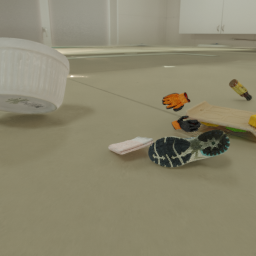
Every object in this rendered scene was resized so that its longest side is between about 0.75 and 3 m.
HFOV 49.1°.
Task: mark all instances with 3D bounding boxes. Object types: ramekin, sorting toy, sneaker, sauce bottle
[{"bbox_3d":[-3.186,-1.366,8.376,2.786,1.462,2.786,0,-11,0],"label":"ramekin"},{"bbox_3d":[2.781,-0.271,7.877,1.904,0.347,1.762,19,24,28],"label":"sorting toy"},{"bbox_3d":[1.283,0.503,5.976,1.678,0.651,0.724,-8,-14,13],"label":"sneaker"},{"bbox_3d":[4.381,-1.452,10.834,1.123,0.371,0.371,32,6,-26],"label":"sauce bottle"}]

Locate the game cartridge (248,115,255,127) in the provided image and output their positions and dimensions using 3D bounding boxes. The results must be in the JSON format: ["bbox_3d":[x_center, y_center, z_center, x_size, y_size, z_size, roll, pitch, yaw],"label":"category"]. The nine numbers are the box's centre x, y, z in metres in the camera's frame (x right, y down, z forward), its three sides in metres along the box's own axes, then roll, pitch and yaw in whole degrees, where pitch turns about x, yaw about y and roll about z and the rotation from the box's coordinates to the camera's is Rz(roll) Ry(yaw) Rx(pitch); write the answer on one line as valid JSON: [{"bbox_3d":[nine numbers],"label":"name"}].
[{"bbox_3d":[4.260,0.079,6.733,1.785,0.328,2.024,-8,30,-39],"label":"game cartridge"}]

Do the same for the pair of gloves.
[{"bbox_3d":[1.343,-0.377,7.222,0.141,1.139,1.015,-36,16,-28],"label":"pair of gloves"}]

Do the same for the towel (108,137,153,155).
[{"bbox_3d":[0.051,0.379,6.353,0.841,0.142,0.880,-17,7,-18],"label":"towel"}]
